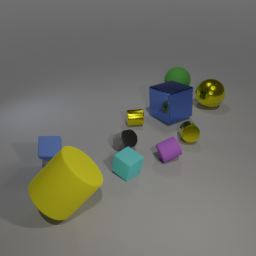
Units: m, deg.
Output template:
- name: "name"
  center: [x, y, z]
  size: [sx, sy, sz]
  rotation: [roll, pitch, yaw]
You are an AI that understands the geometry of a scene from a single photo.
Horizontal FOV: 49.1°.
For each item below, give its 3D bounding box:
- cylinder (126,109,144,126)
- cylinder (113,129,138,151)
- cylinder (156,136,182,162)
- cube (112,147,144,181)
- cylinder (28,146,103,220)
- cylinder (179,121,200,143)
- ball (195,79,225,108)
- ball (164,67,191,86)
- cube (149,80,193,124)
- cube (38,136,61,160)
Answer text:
- name: "cylinder"
  center: [0.298, -0.462, 12.138]
  size: [0.700, 0.700, 0.700]
  rotation: [-4, 30, -6]
- name: "cylinder"
  center: [-0.106, 0.449, 10.272]
  size: [0.700, 0.700, 0.700]
  rotation: [-19, -4, -29]
- name: "cylinder"
  center: [1.428, 0.748, 9.794]
  size: [0.700, 0.700, 0.700]
  rotation: [-25, 33, -3]
- name: "cube"
  center: [-0.011, 1.167, 9.158]
  size: [0.700, 0.700, 0.700]
  rotation: [32, 41, 30]
- name: "cylinder"
  center: [-1.621, 1.434, 7.386]
  size: [1.400, 1.400, 1.400]
  rotation: [42, 12, -11]
- name: "cylinder"
  center: [2.401, 0.141, 10.944]
  size: [0.700, 0.700, 0.700]
  rotation: [1, 15, 2]
- name: "ball"
  center: [3.988, -1.683, 13.583]
  size: [1.400, 1.400, 1.400]
  rotation: [0, 29, 0]
- name: "ball"
  center: [2.690, -2.615, 15.240]
  size: [1.400, 1.400, 1.400]
  rotation: [0, 29, 0]
- name: "cube"
  center: [1.915, -1.190, 12.579]
  size: [1.400, 1.400, 1.400]
  rotation: [-19, 30, -27]
- name: "cube"
  center: [-2.621, 0.673, 9.433]
  size: [0.700, 0.700, 0.700]
  rotation: [0, -12, -10]
